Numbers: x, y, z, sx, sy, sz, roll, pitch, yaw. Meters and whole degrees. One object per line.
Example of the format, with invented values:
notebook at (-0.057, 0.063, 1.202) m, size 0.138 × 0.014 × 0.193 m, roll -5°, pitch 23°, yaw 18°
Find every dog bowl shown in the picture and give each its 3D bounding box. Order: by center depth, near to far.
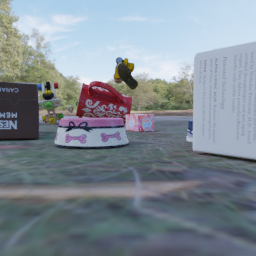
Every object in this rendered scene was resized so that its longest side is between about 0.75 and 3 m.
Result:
dog bowl at (-0.577, 0.054, 4.507) m, size 1.189 × 0.439 × 1.189 m, roll -1°, pitch 3°, yaw 0°

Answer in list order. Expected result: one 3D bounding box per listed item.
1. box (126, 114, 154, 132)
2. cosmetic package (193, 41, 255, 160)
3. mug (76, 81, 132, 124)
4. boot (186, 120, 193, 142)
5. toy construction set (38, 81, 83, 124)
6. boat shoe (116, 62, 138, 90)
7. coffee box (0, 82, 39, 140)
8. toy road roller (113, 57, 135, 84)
box at (0.329, -0.160, 8.225) m, size 0.518 × 0.478 × 1.010 m, roll -1°, pitch 3°, yaw -21°
cosmetic package at (1.720, -0.289, 3.238) m, size 1.240 × 1.241 × 1.504 m, roll -2°, pitch 4°, yaw -38°
mug at (-1.104, -1.126, 13.415) m, size 2.498 × 1.667 × 2.218 m, roll 13°, pitch -5°, yaw -9°
boot at (1.266, 0.057, 4.806) m, size 0.319 × 0.396 × 0.878 m, roll -1°, pitch 3°, yaw -19°
toy construction set at (-3.319, -0.871, 13.224) m, size 2.615 × 2.181 × 2.010 m, roll 15°, pitch 15°, yaw -23°
boat shoe at (-0.114, -2.097, 11.198) m, size 0.482 × 0.514 × 1.427 m, roll 44°, pitch -3°, yaw 43°
coffee box at (-2.834, -0.379, 6.373) m, size 1.572 × 1.096 × 2.748 m, roll -1°, pitch 3°, yaw -17°
toy road roller at (-0.172, -2.711, 13.243) m, size 0.896 × 1.227 × 0.754 m, roll 9°, pitch -7°, yaw 5°
